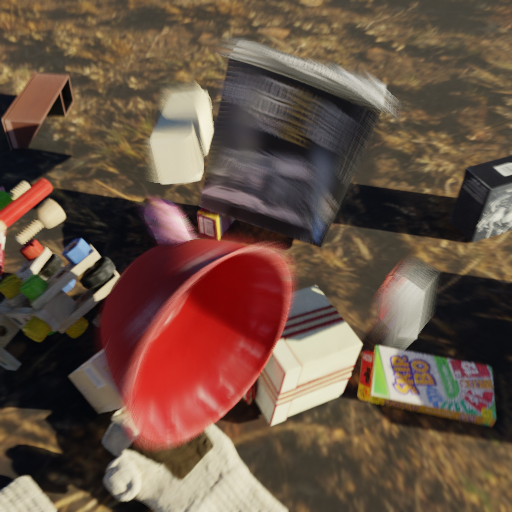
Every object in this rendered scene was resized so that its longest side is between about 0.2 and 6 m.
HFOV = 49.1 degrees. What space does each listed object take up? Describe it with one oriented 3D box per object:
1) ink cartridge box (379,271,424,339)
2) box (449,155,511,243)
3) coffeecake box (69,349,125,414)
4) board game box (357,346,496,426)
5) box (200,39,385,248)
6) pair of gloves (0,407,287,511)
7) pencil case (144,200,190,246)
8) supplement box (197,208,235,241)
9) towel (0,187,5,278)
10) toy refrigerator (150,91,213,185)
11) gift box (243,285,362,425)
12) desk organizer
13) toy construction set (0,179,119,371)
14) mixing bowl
[{"bbox_3d":[1.875,0.617,7.510,0.290,0.627,1.150,5,12,-6],"label":"ink cartridge box"},{"bbox_3d":[4.713,-1.137,10.887,1.468,1.336,0.764,-16,47,-16],"label":"box"},{"bbox_3d":[-1.525,1.276,8.210,2.100,1.612,0.767,-39,93,-33],"label":"coffeecake box"},{"bbox_3d":[2.589,1.949,8.578,1.973,0.296,0.943,7,45,11],"label":"board game box"},{"bbox_3d":[0.494,-1.828,9.738,2.478,3.142,0.782,19,45,0],"label":"box"},{"bbox_3d":[-1.644,3.353,6.912,3.500,0.614,2.976,-31,53,-26],"label":"pair of gloves"},{"bbox_3d":[-1.562,-0.365,10.518,0.707,0.738,1.707,-12,44,-23],"label":"pencil case"},{"bbox_3d":[-0.747,-0.830,11.116,0.460,0.583,0.891,18,47,19],"label":"supplement box"},{"bbox_3d":[-5.892,-0.257,10.738,2.020,0.319,2.805,-11,46,-10],"label":"towel"},{"bbox_3d":[-1.380,-2.277,10.544,0.811,0.879,2.317,-5,35,5],"label":"toy refrigerator"},{"bbox_3d":[0.407,1.418,8.318,1.496,1.479,1.603,-15,42,-26],"label":"gift box"},{"bbox_3d":[-5.268,-3.559,13.691,0.890,0.829,2.311,4,45,0],"label":"desk organizer"},{"bbox_3d":[-3.467,0.575,8.294,2.435,2.919,2.243,23,55,28],"label":"toy construction set"},{"bbox_3d":[-0.886,0.762,6.626,1.344,2.482,2.482,30,52,31],"label":"mixing bowl"}]
